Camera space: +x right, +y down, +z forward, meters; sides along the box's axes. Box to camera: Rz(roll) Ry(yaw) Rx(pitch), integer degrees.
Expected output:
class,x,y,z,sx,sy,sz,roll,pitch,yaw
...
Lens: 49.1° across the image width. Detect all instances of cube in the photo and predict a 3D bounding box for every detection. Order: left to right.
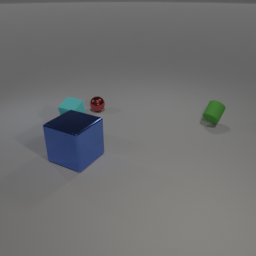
class,x,y,z,sx,sy,sz,roll,pitch,yaw
cube,-2.134,-0.666,10.728,0.700,0.700,0.700,14,46,19
cube,-1.765,0.383,9.356,1.400,1.400,1.400,15,31,26

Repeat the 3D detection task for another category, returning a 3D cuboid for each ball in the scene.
class,x,y,z,sx,sy,sz,roll,pitch,yaw
ball,-1.417,-1.113,12.959,0.700,0.700,0.700,0,28,0

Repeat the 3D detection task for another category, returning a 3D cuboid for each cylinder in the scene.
class,x,y,z,sx,sy,sz,roll,pitch,yaw
cylinder,3.534,-0.664,11.514,0.700,0.700,0.700,22,73,35
